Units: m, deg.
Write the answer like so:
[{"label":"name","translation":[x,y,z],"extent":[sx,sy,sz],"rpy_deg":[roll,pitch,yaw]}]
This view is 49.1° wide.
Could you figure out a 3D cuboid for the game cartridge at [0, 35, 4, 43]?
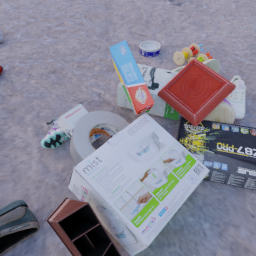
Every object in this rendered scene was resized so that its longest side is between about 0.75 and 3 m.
[{"label":"game cartridge","translation":[-7.990,-4.887,14.977],"extent":[1.692,0.520,2.543],"rpy_deg":[-29,49,-33]}]

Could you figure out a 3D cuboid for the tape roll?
[{"label":"tape roll","translation":[-0.720,0.457,8.311],"extent":[1.935,0.639,1.935],"rpy_deg":[10,55,-14]}]

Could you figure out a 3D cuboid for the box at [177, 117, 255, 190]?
[{"label":"box","translation":[2.760,0.693,8.570],"extent":[2.614,0.642,2.107],"rpy_deg":[11,46,11]}]

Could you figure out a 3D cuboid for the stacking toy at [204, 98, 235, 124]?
[{"label":"stacking toy","translation":[3.068,-1.078,10.371],"extent":[1.192,1.192,2.791],"rpy_deg":[3,35,4]}]

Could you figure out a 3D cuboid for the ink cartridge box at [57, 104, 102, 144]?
[{"label":"ink cartridge box","translation":[-1.511,-0.023,9.032],"extent":[1.227,0.527,0.899],"rpy_deg":[49,54,1]}]

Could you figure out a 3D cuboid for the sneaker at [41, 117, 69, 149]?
[{"label":"sneaker","translation":[-2.478,0.075,9.368],"extent":[1.067,0.593,1.526],"rpy_deg":[27,39,29]}]

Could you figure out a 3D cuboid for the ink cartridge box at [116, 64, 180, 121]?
[{"label":"ink cartridge box","translation":[0.958,-1.427,10.570],"extent":[2.406,0.999,1.764],"rpy_deg":[14,45,10]}]

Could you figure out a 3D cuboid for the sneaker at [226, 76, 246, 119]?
[{"label":"sneaker","translation":[3.956,-1.164,10.382],"extent":[0.762,1.013,2.035],"rpy_deg":[8,44,7]}]

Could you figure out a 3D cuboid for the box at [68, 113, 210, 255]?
[{"label":"box","translation":[0.279,1.247,6.940],"extent":[2.303,1.262,2.610],"rpy_deg":[42,54,12]}]

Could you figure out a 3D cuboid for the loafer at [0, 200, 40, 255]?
[{"label":"loafer","translation":[-3.283,2.704,6.102],"extent":[0.892,1.019,2.835],"rpy_deg":[35,50,25]}]

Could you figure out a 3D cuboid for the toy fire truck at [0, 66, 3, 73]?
[{"label":"toy fire truck","translation":[-6.278,-2.618,12.186],"extent":[1.674,0.939,1.406],"rpy_deg":[17,26,17]}]

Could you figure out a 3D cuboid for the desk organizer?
[{"label":"desk organizer","translation":[-0.826,2.295,5.727],"extent":[0.679,1.763,0.632],"rpy_deg":[-4,32,39]}]

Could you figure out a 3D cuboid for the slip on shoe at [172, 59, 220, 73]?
[{"label":"slip on shoe","translation":[2.642,-2.261,11.823],"extent":[2.630,0.974,0.805],"rpy_deg":[-23,16,-19]}]

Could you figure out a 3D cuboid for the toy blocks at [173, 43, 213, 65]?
[{"label":"toy blocks","translation":[3.276,-3.403,13.147],"extent":[1.830,0.665,1.525],"rpy_deg":[-33,51,-31]}]

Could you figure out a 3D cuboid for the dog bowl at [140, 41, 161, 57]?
[{"label":"dog bowl","translation":[1.092,-3.939,13.941],"extent":[1.032,0.407,1.032],"rpy_deg":[0,41,0]}]

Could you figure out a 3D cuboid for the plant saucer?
[{"label":"plant saucer","translation":[2.150,-1.277,9.047],"extent":[1.838,0.338,1.841],"rpy_deg":[-44,62,-1]}]

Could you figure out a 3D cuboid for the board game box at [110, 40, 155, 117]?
[{"label":"board game box","translation":[0.119,-1.324,8.370],"extent":[0.487,2.413,1.846],"rpy_deg":[-24,88,0]}]
